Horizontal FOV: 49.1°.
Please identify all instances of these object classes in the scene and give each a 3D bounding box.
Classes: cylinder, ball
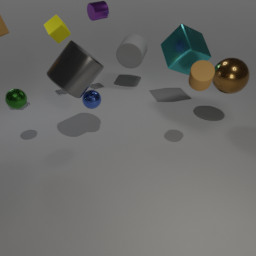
[{"bbox_3d":[2.218,-1.576,8.491,0.700,0.700,0.700,-2,72,6],"label":"cylinder"},{"bbox_3d":[4.015,-2.044,10.994,1.400,1.400,1.400,0,31,0],"label":"ball"},{"bbox_3d":[0.222,-4.048,14.721,1.400,1.400,1.400,7,37,11],"label":"cylinder"},{"bbox_3d":[-1.277,-4.964,11.861,0.700,0.700,0.700,-23,37,-26],"label":"cylinder"},{"bbox_3d":[-3.789,-0.989,9.500,0.700,0.700,0.700,0,31,0],"label":"ball"},{"bbox_3d":[-1.336,-1.054,10.314,0.700,0.700,0.700,0,31,0],"label":"ball"},{"bbox_3d":[-1.768,-1.960,9.448,1.400,1.400,1.400,38,8,-6],"label":"cylinder"}]

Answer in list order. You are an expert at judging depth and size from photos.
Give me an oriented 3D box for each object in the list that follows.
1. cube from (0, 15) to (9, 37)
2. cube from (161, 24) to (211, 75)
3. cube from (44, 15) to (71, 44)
[{"bbox_3d":[-4.865,-3.575,10.011,0.700,0.700,0.700,-14,23,21],"label":"cube"},{"bbox_3d":[2.524,-3.406,12.334,1.400,1.400,1.400,7,59,-37],"label":"cube"},{"bbox_3d":[-2.988,-4.175,11.857,0.700,0.700,0.700,-35,63,8],"label":"cube"}]
